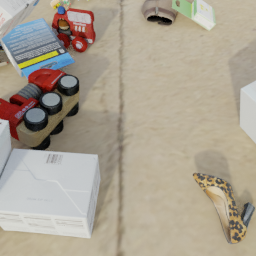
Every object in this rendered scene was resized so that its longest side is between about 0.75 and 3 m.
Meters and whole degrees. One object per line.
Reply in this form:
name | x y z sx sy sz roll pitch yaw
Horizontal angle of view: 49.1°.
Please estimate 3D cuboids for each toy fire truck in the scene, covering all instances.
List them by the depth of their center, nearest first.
toy fire truck | -3.059 -0.776 8.385 2.657 1.710 2.339 26 53 9
toy fire truck | -2.155 -3.998 11.060 1.862 1.564 1.044 15 50 13

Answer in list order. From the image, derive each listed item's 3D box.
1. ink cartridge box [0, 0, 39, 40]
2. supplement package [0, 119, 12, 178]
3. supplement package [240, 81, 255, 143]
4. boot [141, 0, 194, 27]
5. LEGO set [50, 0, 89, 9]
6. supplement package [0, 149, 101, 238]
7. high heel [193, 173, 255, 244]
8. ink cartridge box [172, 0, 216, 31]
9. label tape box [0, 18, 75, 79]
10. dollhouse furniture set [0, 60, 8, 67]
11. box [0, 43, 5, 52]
ink cartridge box | -1.701 -1.651 3.950 0.354 0.615 1.061 43 48 -21
supplement package | -3.528 1.044 5.957 1.474 2.004 1.916 10 40 -5
supplement package | 4.532 -0.494 7.314 2.428 1.829 1.843 -29 52 0
boot | 1.942 -5.435 12.911 2.661 0.935 1.946 1 55 2
LEGO set | -2.633 -6.577 14.051 1.216 0.984 2.643 -5 42 45
supplement package | -1.763 1.477 6.446 2.034 1.128 1.584 4 49 2
high heel | 2.050 1.803 6.495 1.666 0.595 1.188 34 50 16
ink cartridge box | 2.939 -5.310 12.423 2.011 0.482 1.464 26 47 -16
label tape box | -3.351 -2.728 10.331 1.845 0.810 2.559 -28 69 -23
dollhouse furniture set | -5.463 -2.841 10.510 1.286 1.294 1.835 -25 23 -21
box | -4.640 -3.514 11.466 1.603 0.320 1.098 4 48 4
